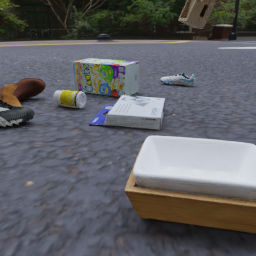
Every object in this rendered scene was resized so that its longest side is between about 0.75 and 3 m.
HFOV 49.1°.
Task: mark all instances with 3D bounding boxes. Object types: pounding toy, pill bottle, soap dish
[{"bbox_3d":[2.212,-3.594,8.121,0.666,1.279,1.456,20,18,-14],"label":"pounding toy"},{"bbox_3d":[-2.061,-1.034,9.907,1.044,0.596,0.596,9,23,21],"label":"pill bottle"},{"bbox_3d":[1.170,0.847,4.614,2.155,0.875,1.695,5,21,11],"label":"soap dish"}]

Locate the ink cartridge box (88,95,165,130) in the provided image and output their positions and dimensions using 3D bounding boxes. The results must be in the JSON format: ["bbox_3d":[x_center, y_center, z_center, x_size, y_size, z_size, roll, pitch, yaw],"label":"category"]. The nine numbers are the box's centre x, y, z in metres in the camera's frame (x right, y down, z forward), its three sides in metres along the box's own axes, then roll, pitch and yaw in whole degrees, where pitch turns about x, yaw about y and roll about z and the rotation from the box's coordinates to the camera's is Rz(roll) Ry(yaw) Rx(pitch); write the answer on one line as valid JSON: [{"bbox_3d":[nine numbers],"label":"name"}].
[{"bbox_3d":[0.053,-0.573,8.929,2.159,0.438,2.155,3,21,9],"label":"ink cartridge box"}]

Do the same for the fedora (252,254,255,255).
[{"bbox_3d":[1.489,1.728,2.410,1.759,0.803,1.759,-1,21,0],"label":"fedora"}]

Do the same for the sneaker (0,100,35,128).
[{"bbox_3d":[-3.956,-0.600,8.118,2.358,1.067,0.784,-1,22,-3],"label":"sneaker"}]

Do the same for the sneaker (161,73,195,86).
[{"bbox_3d":[2.383,-2.353,13.376,1.664,0.603,0.598,7,23,20],"label":"sneaker"}]

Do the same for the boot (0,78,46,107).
[{"bbox_3d":[-3.910,-1.118,9.861,2.234,0.812,2.373,-8,23,-21],"label":"boot"}]

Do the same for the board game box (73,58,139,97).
[{"bbox_3d":[-0.927,-2.172,11.877,2.512,1.317,1.294,11,23,27],"label":"board game box"}]
